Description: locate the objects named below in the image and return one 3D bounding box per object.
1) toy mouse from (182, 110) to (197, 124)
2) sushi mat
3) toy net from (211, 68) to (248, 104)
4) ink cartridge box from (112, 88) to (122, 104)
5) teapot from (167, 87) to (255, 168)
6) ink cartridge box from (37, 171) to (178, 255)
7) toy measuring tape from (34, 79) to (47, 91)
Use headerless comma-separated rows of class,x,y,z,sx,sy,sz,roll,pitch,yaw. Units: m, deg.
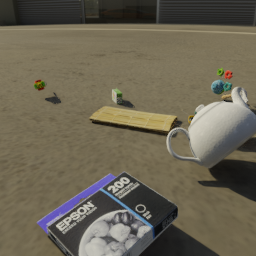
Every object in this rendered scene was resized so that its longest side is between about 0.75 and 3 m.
toy mouse,2.363,-0.182,8.705,1.056,0.230,1.189,-11,48,-32
sushi mat,0.180,-0.316,9.302,2.764,0.167,1.322,9,27,20
toy net,3.908,-1.480,10.499,0.382,1.037,1.977,11,25,-34
ink cartridge box,-0.461,-1.281,11.076,0.245,0.429,0.825,-7,26,-18
teapot,2.030,0.016,6.550,1.784,1.761,1.303,-15,61,-50
ink cartridge box,-0.384,1.464,4.755,1.789,0.388,1.772,24,41,39
toy measuring tape,-3.669,-1.791,11.702,0.475,0.475,1.290,-5,11,-10
